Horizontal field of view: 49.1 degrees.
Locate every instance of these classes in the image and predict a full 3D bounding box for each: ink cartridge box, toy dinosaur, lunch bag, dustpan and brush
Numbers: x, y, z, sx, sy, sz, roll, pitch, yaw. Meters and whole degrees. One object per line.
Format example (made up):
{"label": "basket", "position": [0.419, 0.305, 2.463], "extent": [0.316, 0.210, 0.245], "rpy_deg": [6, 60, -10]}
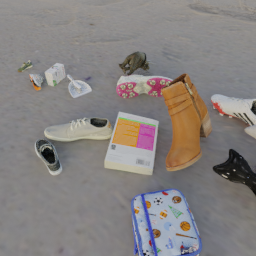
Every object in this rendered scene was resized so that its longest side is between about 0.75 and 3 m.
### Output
{"label": "ink cartridge box", "position": [-3.258, -2.405, 12.596], "extent": [0.386, 0.666, 0.920], "rpy_deg": [17, 44, 18]}
{"label": "toy dinosaur", "position": [0.291, -2.939, 12.307], "extent": [1.330, 2.601, 1.001], "rpy_deg": [-41, 84, 11]}
{"label": "lunch bag", "position": [0.861, 2.535, 7.015], "extent": [1.601, 0.755, 1.997], "rpy_deg": [-7, 41, -5]}
{"label": "dustpan and brush", "position": [-2.309, -1.907, 12.252], "extent": [0.933, 0.383, 1.337], "rpy_deg": [-27, 48, -27]}

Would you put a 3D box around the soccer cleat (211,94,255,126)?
{"label": "soccer cleat", "position": [4.267, -0.749, 10.390], "extent": [0.910, 1.130, 2.653], "rpy_deg": [-25, 48, -26]}

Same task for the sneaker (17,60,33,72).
{"label": "sneaker", "position": [-5.001, -3.007, 13.503], "extent": [0.270, 0.361, 0.804], "rpy_deg": [30, 50, 29]}

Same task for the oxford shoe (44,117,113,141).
{"label": "oxford shoe", "position": [-1.701, -0.017, 9.829], "extent": [2.406, 0.695, 0.905], "rpy_deg": [-2, 37, -4]}

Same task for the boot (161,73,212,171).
{"label": "boot", "position": [1.595, -0.241, 8.840], "extent": [1.078, 2.263, 2.925], "rpy_deg": [-11, 25, 39]}

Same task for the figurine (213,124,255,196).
{"label": "figurine", "position": [4.235, 0.952, 7.922], "extent": [2.637, 1.163, 2.702], "rpy_deg": [34, 72, 34]}

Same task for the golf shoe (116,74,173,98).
{"label": "golf shoe", "position": [0.756, -1.922, 11.895], "extent": [2.523, 0.950, 1.155], "rpy_deg": [-1, 39, -3]}

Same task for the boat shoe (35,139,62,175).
{"label": "boat shoe", "position": [-2.578, 0.782, 9.077], "extent": [0.599, 0.589, 1.661], "rpy_deg": [-25, 48, -26]}

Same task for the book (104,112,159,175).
{"label": "book", "position": [0.203, 0.474, 9.501], "extent": [1.533, 0.552, 2.295], "rpy_deg": [10, 43, 5]}

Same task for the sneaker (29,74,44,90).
{"label": "sneaker", "position": [-3.983, -2.106, 12.457], "extent": [0.547, 0.450, 1.189], "rpy_deg": [-17, 46, -24]}
